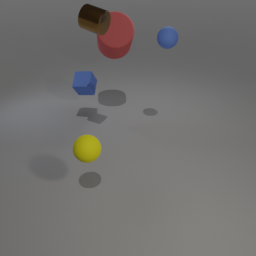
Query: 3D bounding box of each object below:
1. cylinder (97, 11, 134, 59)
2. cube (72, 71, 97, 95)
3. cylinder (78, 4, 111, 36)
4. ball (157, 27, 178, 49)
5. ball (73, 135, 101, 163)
[{"bbox_3d":[-0.514,-3.568,10.931,1.400,1.400,1.400,-3,-3,-5],"label":"cylinder"},{"bbox_3d":[-1.696,-1.755,11.026,0.700,0.700,0.700,2,69,14],"label":"cube"},{"bbox_3d":[-0.957,-3.101,8.025,0.700,0.700,0.700,25,36,14],"label":"cylinder"},{"bbox_3d":[1.307,-2.972,9.226,0.700,0.700,0.700,0,30,0],"label":"ball"},{"bbox_3d":[-1.022,0.515,6.986,0.700,0.700,0.700,0,30,0],"label":"ball"}]
